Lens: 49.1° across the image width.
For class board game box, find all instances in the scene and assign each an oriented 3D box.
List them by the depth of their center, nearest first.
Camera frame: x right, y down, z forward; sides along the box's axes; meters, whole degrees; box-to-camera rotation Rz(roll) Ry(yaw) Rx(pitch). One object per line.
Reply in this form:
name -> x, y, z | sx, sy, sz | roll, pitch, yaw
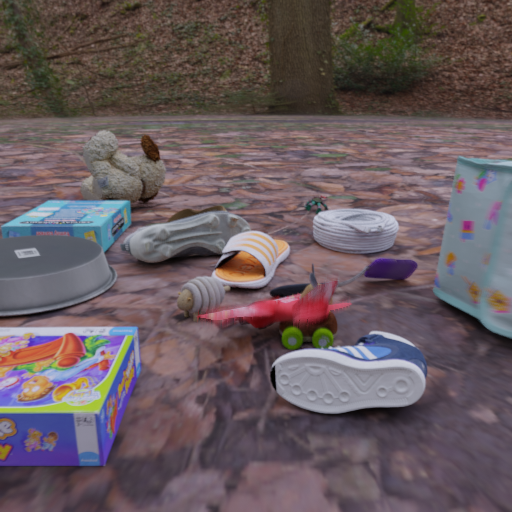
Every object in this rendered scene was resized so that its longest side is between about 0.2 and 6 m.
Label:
board game box -> -2.677, 1.375, 5.808 | 2.624, 0.587, 1.764 | 0, 18, -1
board game box -> -3.912, -0.655, 11.964 | 1.927, 0.599, 2.553 | 0, 17, 0

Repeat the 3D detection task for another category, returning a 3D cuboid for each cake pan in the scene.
cake pan -> -3.865, 0.217, 9.403 | 2.944, 0.540, 2.944 | 1, 17, 0

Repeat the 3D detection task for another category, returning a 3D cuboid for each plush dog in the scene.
plush dog -> -3.259, -2.002, 14.557 | 2.027, 2.360, 1.894 | -25, 62, -33

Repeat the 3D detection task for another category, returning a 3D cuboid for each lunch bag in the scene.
lunch bag -> 3.744, -0.102, 7.538 | 1.629, 2.276, 2.672 | 3, 16, -13

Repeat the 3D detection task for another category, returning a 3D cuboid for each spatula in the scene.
spatula -> 1.434, 0.389, 9.138 | 2.543, 0.719, 0.261 | -11, 64, -15

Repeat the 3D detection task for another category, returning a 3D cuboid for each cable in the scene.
cable -> 2.088, -0.564, 11.775 | 1.766, 0.612, 1.766 | 12, 21, 37

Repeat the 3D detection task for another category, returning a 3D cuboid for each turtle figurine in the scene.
turtle figurine -> 1.558, -1.351, 14.571 | 0.629, 0.423, 0.840 | 4, 24, 14

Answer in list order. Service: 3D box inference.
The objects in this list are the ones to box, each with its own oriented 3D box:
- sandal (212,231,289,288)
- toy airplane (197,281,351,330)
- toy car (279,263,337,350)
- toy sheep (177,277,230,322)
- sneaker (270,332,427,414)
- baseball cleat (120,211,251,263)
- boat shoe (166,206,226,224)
sandal -> -0.059, -0.121, 10.136 | 1.014, 0.758, 2.647 | 5, 19, 16
toy airplane -> 0.358, 0.697, 7.300 | 2.081, 0.383, 2.081 | -13, -6, -1
toy car -> 0.700, 0.633, 7.436 | 0.781, 0.990, 0.813 | 1, 18, 6
toy sheep -> -0.764, 0.594, 8.193 | 0.630, 0.630, 0.914 | 17, 25, 42
sneaker -> 1.064, 1.245, 6.304 | 1.645, 0.663, 1.205 | -1, 8, 13
baseball cleat -> -1.378, -0.414, 10.898 | 2.535, 0.884, 1.349 | -6, 8, -36
boat shoe -> -1.262, -0.673, 12.215 | 1.737, 0.564, 0.627 | -7, 49, 35
